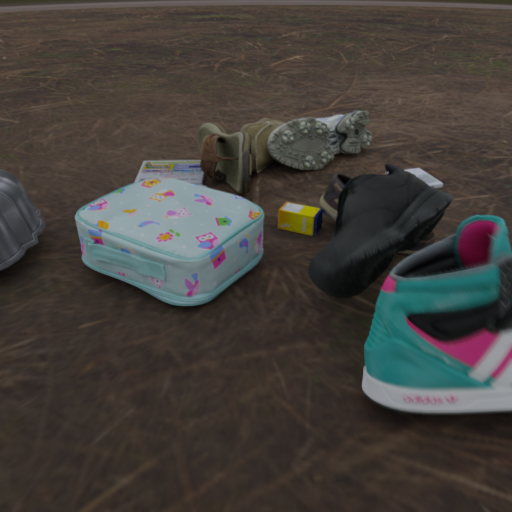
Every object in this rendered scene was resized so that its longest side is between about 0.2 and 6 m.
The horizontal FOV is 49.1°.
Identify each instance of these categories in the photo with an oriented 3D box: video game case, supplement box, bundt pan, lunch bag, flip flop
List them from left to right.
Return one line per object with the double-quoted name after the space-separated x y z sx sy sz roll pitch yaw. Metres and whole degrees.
-5.009 -0.586 8.966 2.915 1.094 2.915 -6 33 4 "bundt pan"
-1.407 -0.288 8.853 2.692 1.038 2.159 18 38 28 "lunch bag"
-1.854 -1.799 12.294 1.430 0.158 1.302 -1 31 0 "video game case"
-0.822 -2.118 11.757 0.895 1.261 3.111 -8 27 -22 "flip flop"
0.797 -0.668 10.133 0.723 0.396 0.393 13 32 21 "supplement box"
3.392 -1.646 12.077 0.856 0.111 0.941 -9 31 -15 "video game case"

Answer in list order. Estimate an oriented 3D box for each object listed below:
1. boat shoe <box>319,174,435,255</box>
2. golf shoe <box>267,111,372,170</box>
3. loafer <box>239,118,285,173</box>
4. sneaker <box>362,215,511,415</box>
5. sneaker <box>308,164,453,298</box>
2.081 -0.756 9.709 2.193 0.804 0.817 28 41 24 "boat shoe"
1.282 -2.687 13.192 3.035 1.188 1.475 -16 16 -35 "golf shoe"
0.265 -2.619 12.854 0.896 1.011 2.658 4 30 16 "loafer"
2.852 0.555 6.284 3.347 2.021 1.399 -3 13 -5 "sneaker"
1.641 -0.461 8.416 1.413 1.182 3.113 43 46 17 "sneaker"
